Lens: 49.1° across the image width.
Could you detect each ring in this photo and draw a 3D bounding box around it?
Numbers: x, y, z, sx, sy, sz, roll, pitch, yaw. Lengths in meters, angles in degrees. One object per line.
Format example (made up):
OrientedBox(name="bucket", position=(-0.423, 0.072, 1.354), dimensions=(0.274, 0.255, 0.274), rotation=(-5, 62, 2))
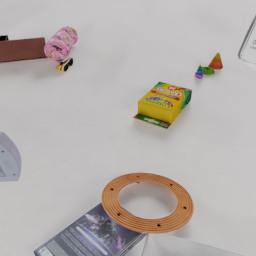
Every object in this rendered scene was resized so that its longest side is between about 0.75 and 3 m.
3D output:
OrientedBox(name="ring", position=(0.367, 1.397, 5.380), dimensions=(1.756, 0.168, 1.756), rotation=(3, 24, -1))

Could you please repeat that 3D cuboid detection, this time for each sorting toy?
OrientedBox(name="sorting toy", position=(3.022, -2.364, 10.386), dimensions=(0.582, 0.578, 1.679), rotation=(29, 44, 33))

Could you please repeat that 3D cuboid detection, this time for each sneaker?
OrientedBox(name="sneaker", position=(-2.429, -2.479, 10.750), dimensions=(0.410, 0.318, 0.911), rotation=(11, 40, 10))

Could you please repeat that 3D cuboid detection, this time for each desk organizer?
OrientedBox(name="desk organizer", position=(-4.443, -3.270, 11.361), dimensions=(2.245, 0.864, 0.805), rotation=(-10, 38, -13))

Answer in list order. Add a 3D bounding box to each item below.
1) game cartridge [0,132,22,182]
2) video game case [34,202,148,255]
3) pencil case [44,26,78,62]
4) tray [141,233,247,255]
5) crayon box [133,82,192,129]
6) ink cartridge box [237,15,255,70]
OrientedBox(name="game cartridge", position=(-1.950, 0.434, 3.941), dimensions=(0.810, 1.215, 0.246), rotation=(2, 56, -8))
OrientedBox(name="video game case", position=(-0.591, 1.916, 4.738), dimensions=(1.636, 0.155, 1.169), rotation=(-29, 34, -34))
OrientedBox(name="pencil case", position=(-2.743, -3.565, 11.749), dimensions=(0.906, 0.947, 2.188), rotation=(-35, 27, 25))
OrientedBox(name="tray", position=(1.244, 2.364, 4.237), dimensions=(2.221, 0.246, 1.193), rotation=(11, 39, 14))
OrientedBox(name="crayon box", position=(1.047, -0.723, 8.261), dimensions=(1.130, 0.452, 1.780), rotation=(19, 41, 24))
OrientedBox(name="ink cartridge box", position=(2.520, -0.794, 3.478), dimensions=(1.949, 0.826, 1.419), rotation=(6, 21, -43))
